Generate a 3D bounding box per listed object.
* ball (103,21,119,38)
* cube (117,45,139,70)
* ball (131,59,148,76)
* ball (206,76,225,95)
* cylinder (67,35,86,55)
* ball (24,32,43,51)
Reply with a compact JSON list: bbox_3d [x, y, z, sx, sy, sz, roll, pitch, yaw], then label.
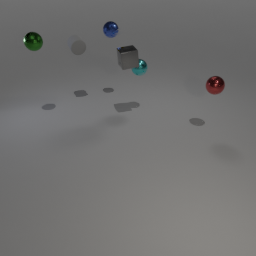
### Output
[{"bbox_3d":[-0.765,-4.382,12.474,0.700,0.700,0.700,0,30,0],"label":"ball"},{"bbox_3d":[-0.005,-2.813,11.164,0.700,0.700,0.700,-13,35,-9],"label":"cube"},{"bbox_3d":[0.487,-2.590,11.978,0.700,0.700,0.700,0,30,0],"label":"ball"},{"bbox_3d":[3.281,-1.605,10.538,0.700,0.700,0.700,0,30,0],"label":"ball"},{"bbox_3d":[-2.312,-3.748,12.622,0.700,0.700,0.700,-12,40,-20],"label":"cylinder"},{"bbox_3d":[-3.576,-3.267,10.583,0.700,0.700,0.700,0,30,0],"label":"ball"}]
